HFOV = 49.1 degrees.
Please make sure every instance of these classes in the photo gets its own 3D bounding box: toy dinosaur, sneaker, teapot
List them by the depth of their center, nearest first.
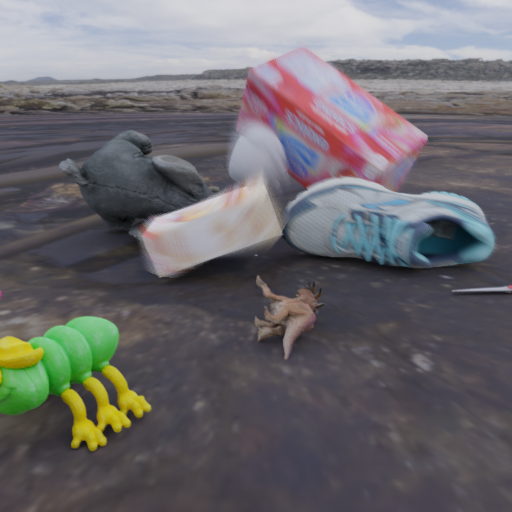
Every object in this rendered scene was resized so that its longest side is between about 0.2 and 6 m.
[{"bbox_3d":[0.452,0.654,6.341,0.874,0.553,1.290,4,22,-10],"label":"toy dinosaur"},{"bbox_3d":[2.018,-0.445,8.604,3.285,1.275,1.418,-1,22,0],"label":"sneaker"},{"bbox_3d":[0.119,-1.737,10.094,0.883,1.193,1.209,26,26,11],"label":"teapot"}]

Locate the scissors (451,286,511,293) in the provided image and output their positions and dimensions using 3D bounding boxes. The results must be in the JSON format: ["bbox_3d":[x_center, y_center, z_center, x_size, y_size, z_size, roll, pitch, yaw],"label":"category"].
[{"bbox_3d":[3.583,0.458,7.542,1.832,0.128,0.670,-4,20,-19],"label":"scissors"}]

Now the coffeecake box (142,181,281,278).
[{"bbox_3d":[-0.630,-0.444,8.323,1.822,0.666,1.399,-20,14,2],"label":"coffeecake box"}]

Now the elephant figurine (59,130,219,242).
[{"bbox_3d":[-1.537,-1.062,9.961,2.779,1.967,2.156,22,53,17],"label":"elephant figurine"}]

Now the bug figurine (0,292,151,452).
[{"bbox_3d":[-2.855,0.986,4.364,3.975,1.023,3.083,10,19,30],"label":"bug figurine"}]

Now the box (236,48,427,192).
[{"bbox_3d":[1.322,-2.309,10.508,3.123,1.478,1.602,42,55,17],"label":"box"}]
